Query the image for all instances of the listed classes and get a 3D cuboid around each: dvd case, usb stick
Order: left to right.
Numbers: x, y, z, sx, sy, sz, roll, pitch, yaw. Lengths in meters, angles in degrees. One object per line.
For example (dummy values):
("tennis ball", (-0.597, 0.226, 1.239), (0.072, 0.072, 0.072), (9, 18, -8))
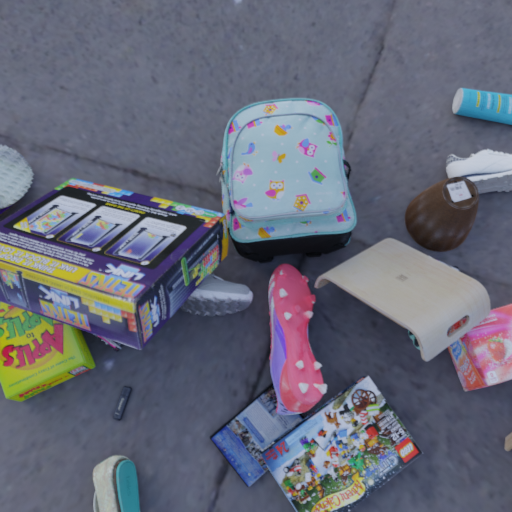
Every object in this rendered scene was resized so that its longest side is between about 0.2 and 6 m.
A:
("usb stick", (-2.437, 2.682, 10.202), (0.171, 0.101, 0.618), (16, 72, 5))
("dvd case", (0.091, 3.163, 10.008), (1.532, 0.134, 1.093), (-39, 77, -12))

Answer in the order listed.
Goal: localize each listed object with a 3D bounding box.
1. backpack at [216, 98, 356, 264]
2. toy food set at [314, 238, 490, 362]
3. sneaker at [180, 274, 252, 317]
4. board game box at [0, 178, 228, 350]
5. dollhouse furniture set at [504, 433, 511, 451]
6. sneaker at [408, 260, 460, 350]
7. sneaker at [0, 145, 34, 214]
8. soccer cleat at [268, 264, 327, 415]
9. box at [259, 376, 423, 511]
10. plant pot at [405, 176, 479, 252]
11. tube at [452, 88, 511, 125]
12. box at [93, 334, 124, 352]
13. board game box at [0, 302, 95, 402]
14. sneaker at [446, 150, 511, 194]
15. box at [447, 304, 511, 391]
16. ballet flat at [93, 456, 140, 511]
("backpack", (0.534, -1.573, 10.575), (2.520, 2.198, 2.867), (-7, 68, 3))
("toy food set", (2.521, 0.695, 9.871), (1.817, 0.765, 2.532), (-26, 40, -30))
("sneaker", (-1.415, 0.339, 10.502), (2.823, 1.055, 1.158), (13, 65, 1))
("board game box", (-2.603, -0.058, 9.498), (3.408, 0.966, 2.817), (15, 38, 21))
("dollhouse furniture set", (4.728, 3.719, 9.182), (1.057, 1.492, 1.625), (25, 45, 7))
("sneaker", (3.543, 0.922, 10.381), (1.323, 0.735, 1.892), (13, 64, -8))
("sneaker", (-5.820, -0.833, 10.801), (1.172, 1.677, 3.371), (51, 46, -27))
("soccer cleat", (0.558, 1.472, 10.241), (0.941, 1.079, 2.822), (14, 52, -32))
("box", (1.453, 3.406, 9.691), (2.339, 0.441, 1.598), (-33, 80, -11))
("plant pot", (3.674, -0.924, 10.734), (1.316, 1.408, 1.316), (0, 71, 1))
("tube", (5.340, -3.152, 12.012), (2.129, 0.536, 0.824), (8, 84, -2))
("box", (-2.715, 1.205, 10.271), (0.988, 0.567, 0.653), (39, 63, -6))
("board game box", (-4.266, 1.033, 10.437), (1.471, 0.689, 2.895), (-24, 73, -9))
("sneaker", (4.949, -1.798, 11.408), (2.078, 0.794, 0.836), (-5, 62, -3))
("box", (4.816, 1.465, 10.052), (2.442, 1.156, 1.253), (-14, 72, -5))
("ballet flat", (-2.274, 4.621, 9.318), (0.764, 0.826, 2.450), (-21, 66, 23))
